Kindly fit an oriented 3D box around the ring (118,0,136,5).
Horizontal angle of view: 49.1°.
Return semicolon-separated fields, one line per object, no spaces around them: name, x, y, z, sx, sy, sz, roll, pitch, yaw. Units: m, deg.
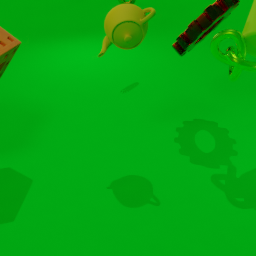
ring;-0.058;-5.035;10.409;0.215;1.073;1.073;11;34;41

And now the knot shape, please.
knot shape;2.370;-1.655;6.329;0.583;1.181;1.262;-36;8;3

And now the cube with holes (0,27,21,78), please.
cube with holes;-3.303;-1.631;6.048;1.160;1.160;1.160;37;28;-15

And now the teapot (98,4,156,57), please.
teapot;-0.065;-2.101;6.089;1.560;0.970;0.764;-29;45;25

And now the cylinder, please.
cylinder;3.323;-2.332;6.105;1.339;1.339;1.339;21;-3;1

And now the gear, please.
gear;2.112;-2.813;7.723;0.372;2.012;2.012;49;48;1
